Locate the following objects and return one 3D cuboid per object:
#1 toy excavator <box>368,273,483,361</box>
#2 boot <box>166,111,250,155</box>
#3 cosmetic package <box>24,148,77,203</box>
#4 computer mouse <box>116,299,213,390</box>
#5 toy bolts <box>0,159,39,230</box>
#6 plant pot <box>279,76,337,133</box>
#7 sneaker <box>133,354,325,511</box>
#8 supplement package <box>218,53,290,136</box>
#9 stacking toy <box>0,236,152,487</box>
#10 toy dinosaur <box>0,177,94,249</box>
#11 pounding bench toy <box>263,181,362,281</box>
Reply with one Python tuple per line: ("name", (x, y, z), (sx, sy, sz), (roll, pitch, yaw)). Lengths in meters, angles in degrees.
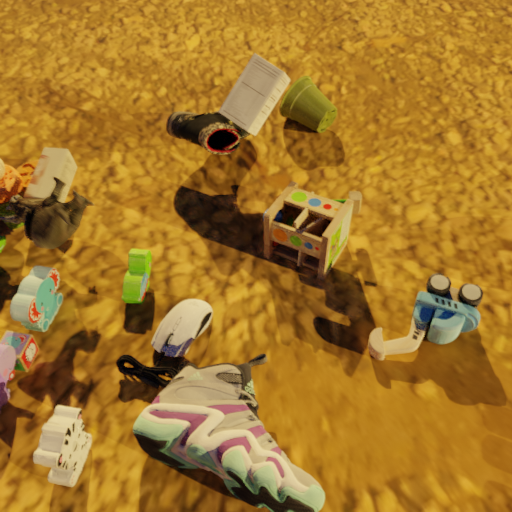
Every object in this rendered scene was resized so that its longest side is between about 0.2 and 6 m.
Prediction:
("toy excavator", (2.457, 0.993, 8.110), (1.384, 0.711, 1.423), (17, 58, 17))
("boot", (-0.587, -2.341, 10.758), (1.903, 0.687, 1.437), (-8, 28, -35))
("cosmetic package", (-3.665, -1.332, 10.029), (0.484, 0.573, 1.110), (6, 60, 7))
("computer mouse", (-1.209, 1.147, 8.109), (0.900, 0.360, 1.641), (18, 49, 18))
("toy bolts", (-4.723, -1.659, 10.073), (1.913, 1.327, 1.827), (19, 50, 17))
("plant pot", (1.169, -3.101, 11.815), (0.952, 1.002, 1.002), (42, 59, 17))
("sneaker", (-0.106, 1.971, 6.927), (2.450, 0.952, 1.713), (20, 51, 17))
("supplement package", (-0.018, -2.898, 10.151), (0.690, 1.212, 0.664), (36, 12, 7))
("stacking toy", (-3.366, 1.092, 7.795), (2.959, 0.922, 3.925), (7, 47, 6))
("toy dinosaur", (-3.134, -0.526, 8.740), (1.172, 0.882, 2.292), (-54, 41, -4))
("pounding bench toy", (0.926, -0.635, 9.355), (1.239, 0.987, 1.588), (22, 51, 20))
